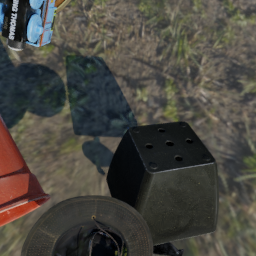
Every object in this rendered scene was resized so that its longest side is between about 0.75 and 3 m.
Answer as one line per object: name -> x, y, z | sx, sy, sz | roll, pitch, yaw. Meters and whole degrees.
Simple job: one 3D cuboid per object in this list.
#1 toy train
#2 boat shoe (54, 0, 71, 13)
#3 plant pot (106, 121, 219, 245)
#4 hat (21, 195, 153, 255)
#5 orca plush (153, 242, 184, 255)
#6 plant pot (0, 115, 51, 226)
toy train -> -2.224, -3.151, 6.341 | 1.183, 2.730, 1.560 | 18, 26, -3
boat shoe -> -1.731, -3.971, 7.392 | 2.716, 0.923, 0.977 | -19, 60, 36
plant pot -> 0.573, 0.790, 4.691 | 1.602, 1.421, 1.598 | -7, 38, -14
hat -> -0.494, 1.528, 3.448 | 1.528, 0.616, 1.528 | 3, 78, -15
orca plush -> 0.369, 2.049, 4.738 | 1.124, 0.591, 0.400 | 35, 21, 4
plant pot -> -2.263, 0.617, 4.058 | 1.725, 1.725, 1.678 | -24, 78, -14
